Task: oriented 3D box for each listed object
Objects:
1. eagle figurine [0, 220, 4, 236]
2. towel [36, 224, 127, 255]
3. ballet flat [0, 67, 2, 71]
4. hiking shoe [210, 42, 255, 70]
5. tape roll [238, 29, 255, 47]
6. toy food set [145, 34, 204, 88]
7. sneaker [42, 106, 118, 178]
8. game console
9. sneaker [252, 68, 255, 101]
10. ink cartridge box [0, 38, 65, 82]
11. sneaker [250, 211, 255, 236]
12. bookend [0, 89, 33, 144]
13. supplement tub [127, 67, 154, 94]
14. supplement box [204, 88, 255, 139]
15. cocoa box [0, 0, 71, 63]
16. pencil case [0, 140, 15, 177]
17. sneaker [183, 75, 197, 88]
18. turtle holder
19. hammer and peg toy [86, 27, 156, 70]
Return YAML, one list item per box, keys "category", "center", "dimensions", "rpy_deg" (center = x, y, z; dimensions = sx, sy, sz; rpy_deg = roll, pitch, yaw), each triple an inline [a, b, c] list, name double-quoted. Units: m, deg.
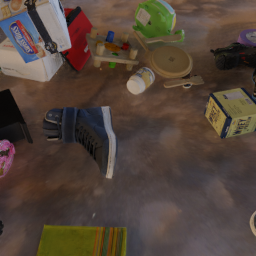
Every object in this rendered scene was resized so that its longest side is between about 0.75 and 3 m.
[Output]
- category: "eagle figurine"
  center: [-4.030, 2.447, 6.510]
  dimensions: [1.786, 1.348, 1.355]
  rpy_deg: [-11, 83, -51]
- category: "towel"
  center: [-1.075, 2.753, 6.668]
  dimensions: [2.064, 0.186, 0.888]
  rpy_deg: [2, 45, 2]
- category: "ballet flat"
  center: [-5.574, -2.504, 11.605]
  dimensions: [0.568, 0.568, 1.584]
  rpy_deg: [14, 47, 14]
- category: "hiking shoe"
  center: [4.947, -3.246, 11.941]
  dimensions: [2.672, 1.012, 1.345]
  rpy_deg: [-4, 49, -3]
- category: "tape roll"
  center: [5.828, -3.789, 12.693]
  dimensions: [1.670, 0.709, 1.670]
  rpy_deg: [1, 46, -1]
- category: "toy food set"
  center: [1.768, -2.595, 11.309]
  dimensions: [1.861, 0.541, 2.696]
  rpy_deg: [-10, 61, -11]
- category: "sneaker"
  center: [-1.434, 0.358, 8.212]
  dimensions: [2.116, 1.114, 2.929]
  rpy_deg: [1, 35, -14]
- category: "game console"
  center: [-2.953, -3.979, 12.319]
  dimensions: [1.754, 2.547, 2.956]
  rpy_deg: [-15, 39, 33]
- category: "sneaker"
  center: [5.184, -1.822, 10.651]
  dimensions: [0.746, 0.872, 2.104]
  rpy_deg: [15, 48, 12]
- category: "ink cartridge box"
  center: [-3.816, -3.441, 11.975]
  dimensions: [2.142, 1.237, 2.934]
  rpy_deg: [11, 47, 10]
- category: "sneaker"
  center: [4.327, 1.641, 6.491]
  dimensions: [2.822, 2.039, 1.073]
  rpy_deg: [-14, 49, -11]
- category: "bookend"
  center: [-4.372, -0.078, 8.910]
  dimensions: [1.988, 0.922, 2.001]
  rpy_deg: [-24, 50, -21]
- category: "supplement tub"
  center: [0.483, -1.800, 10.734]
  dimensions: [0.720, 0.720, 0.995]
  rpy_deg: [27, 50, 24]
- category: "supplement box"
  center: [3.496, -0.524, 9.362]
  dimensions: [1.332, 0.895, 1.333]
  rpy_deg: [-11, 47, -11]
- category: "cocoa box"
  center: [-3.343, -4.047, 10.042]
  dimensions: [1.804, 1.833, 2.749]
  rpy_deg: [-19, 53, 1]
- category: "pencil case"
  center: [-4.705, 0.692, 8.043]
  dimensions: [2.746, 1.137, 1.188]
  rpy_deg: [10, 82, 10]
- category: "sneaker"
  center: [2.463, -1.865, 11.076]
  dimensions: [0.293, 0.331, 0.783]
  rpy_deg: [35, 56, 29]
- category: "turtle holder"
  center: [1.559, -5.077, 13.175]
  dimensions: [2.374, 1.804, 1.686]
  rpy_deg: [25, 46, 30]
- category: "hammer and peg toy"
  center: [-0.321, -3.360, 12.003]
  dimensions: [2.789, 0.984, 2.052]
  rpy_deg: [0, 44, -23]
